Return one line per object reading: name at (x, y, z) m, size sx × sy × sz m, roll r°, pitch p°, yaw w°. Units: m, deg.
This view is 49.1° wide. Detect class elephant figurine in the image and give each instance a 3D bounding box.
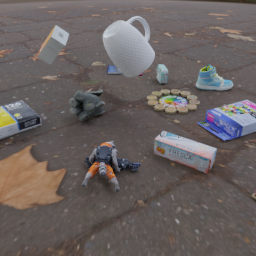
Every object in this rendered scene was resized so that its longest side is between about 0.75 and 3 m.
elephant figurine at (-1.649, -1.185, 12.606) m, size 1.558 × 1.421 × 2.008 m, roll 37°, pitch 23°, yaw 5°

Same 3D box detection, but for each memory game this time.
memory game at (2.215, -1.364, 13.813) m, size 2.634 × 0.168 × 2.634 m, roll 0°, pitch 32°, yaw 0°

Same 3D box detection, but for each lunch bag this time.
lunch bag at (1.931, -3.091, 15.898) m, size 0.438 × 0.912 × 1.137 m, roll -5°, pitch 34°, yaw -9°

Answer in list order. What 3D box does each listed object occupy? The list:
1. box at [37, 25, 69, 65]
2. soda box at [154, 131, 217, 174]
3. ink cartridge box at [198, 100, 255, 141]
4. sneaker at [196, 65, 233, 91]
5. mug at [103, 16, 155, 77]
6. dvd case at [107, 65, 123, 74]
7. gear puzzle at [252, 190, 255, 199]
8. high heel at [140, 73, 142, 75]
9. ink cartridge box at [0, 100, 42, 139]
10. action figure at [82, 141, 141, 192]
box at (-2.893, -3.184, 10.809) m, size 0.601 × 1.233 × 0.767 m, roll 29°, pitch 46°, yaw -28°
soda box at (1.974, 0.809, 9.823) m, size 2.081 × 0.661 × 0.712 m, roll 20°, pitch 37°, yaw 28°
ink cartridge box at (4.616, -0.386, 11.876) m, size 2.894 × 0.607 × 1.727 m, roll -17°, pitch 35°, yaw -22°
sneaker at (4.702, -2.722, 14.934) m, size 2.000 × 1.305 × 0.795 m, roll 0°, pitch 31°, yaw -2°
mug at (0.110, -3.994, 13.002) m, size 2.485 × 2.179 × 1.835 m, roll -53°, pitch 39°, yaw -9°
dvd case at (-0.381, -3.657, 17.548) m, size 1.794 × 0.157 × 1.280 m, roll -1°, pitch 31°, yaw -1°
gear puzzle at (4.970, 1.809, 8.526) m, size 2.382 × 0.312 × 1.234 m, roll -22°, pitch 38°, yaw -31°
high heel at (0.705, -3.470, 17.024) m, size 0.268 × 0.381 × 0.795 m, roll -5°, pitch 32°, yaw -8°
ink cartridge box at (-5.505, -0.422, 11.903) m, size 2.654 × 0.631 × 2.685 m, roll -25°, pitch 41°, yaw -34°
action figure at (-0.533, 1.134, 9.044) m, size 1.922 × 1.005 × 1.859 m, roll 0°, pitch 40°, yaw 0°
